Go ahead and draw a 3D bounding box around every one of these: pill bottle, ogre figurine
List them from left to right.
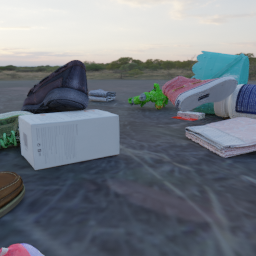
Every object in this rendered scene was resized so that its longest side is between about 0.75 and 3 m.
[{"bbox_3d":[1.090,-1.255,11.270,2.034,0.998,1.219,11,-1,-5],"label":"ogre figurine"},{"bbox_3d":[3.513,-0.631,7.735,2.035,1.129,1.129,11,16,40],"label":"pill bottle"}]

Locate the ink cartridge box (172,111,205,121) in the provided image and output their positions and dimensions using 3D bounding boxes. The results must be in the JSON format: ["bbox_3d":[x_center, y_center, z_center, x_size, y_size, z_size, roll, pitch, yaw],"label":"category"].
[{"bbox_3d":[1.939,-0.402,9.051,0.719,0.180,0.828,-10,15,-44],"label":"ink cartridge box"}]

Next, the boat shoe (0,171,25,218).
[{"bbox_3d":[-1.835,0.671,2.679,0.665,0.629,1.849,8,14,34],"label":"boat shoe"}]

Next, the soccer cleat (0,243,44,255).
[{"bbox_3d":[-0.198,1.079,1.174,0.708,0.618,1.853,31,-14,-33],"label":"soccer cleat"}]

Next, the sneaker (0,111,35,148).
[{"bbox_3d":[-2.536,0.201,5.428,2.084,0.801,0.923,4,44,-4],"label":"sneaker"}]

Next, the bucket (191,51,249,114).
[{"bbox_3d":[3.207,-1.539,9.738,1.525,2.344,2.344,11,15,28],"label":"bucket"}]

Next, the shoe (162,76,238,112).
[{"bbox_3d":[1.910,-1.092,7.473,1.978,0.707,0.900,-20,46,-20],"label":"shoe"}]

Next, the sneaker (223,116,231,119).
[{"bbox_3d":[3.621,-0.493,8.753,1.359,0.479,0.513,4,9,16],"label":"sneaker"}]

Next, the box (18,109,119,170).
[{"bbox_3d":[-1.038,0.133,4.996,1.530,0.746,0.952,-8,14,-31],"label":"box"}]

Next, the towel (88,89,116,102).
[{"bbox_3d":[-1.288,-1.675,14.319,1.056,0.546,1.275,5,13,21],"label":"towel"}]

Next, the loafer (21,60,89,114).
[{"bbox_3d":[-1.638,-0.749,6.357,1.022,0.895,2.843,15,-13,-33],"label":"loafer"}]

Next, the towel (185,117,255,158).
[{"bbox_3d":[2.240,0.106,5.817,1.614,0.272,1.690,-11,15,-12],"label":"towel"}]
